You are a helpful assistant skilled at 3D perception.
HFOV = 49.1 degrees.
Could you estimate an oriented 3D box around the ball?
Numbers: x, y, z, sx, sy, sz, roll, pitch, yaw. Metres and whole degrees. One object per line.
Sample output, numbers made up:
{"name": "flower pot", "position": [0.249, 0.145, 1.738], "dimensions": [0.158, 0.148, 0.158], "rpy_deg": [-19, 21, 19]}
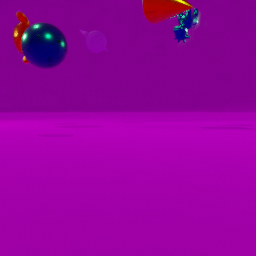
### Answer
{"name": "ball", "position": [-2.580, -2.541, 8.691], "dimensions": [1.390, 1.390, 1.390], "rpy_deg": [0, 3, 0]}

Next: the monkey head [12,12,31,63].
{"name": "monkey head", "position": [-3.645, -3.392, 10.610], "dimensions": [1.316, 1.829, 1.102], "rpy_deg": [-3, 11, 7]}

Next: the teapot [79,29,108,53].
{"name": "teapot", "position": [-1.365, -3.535, 11.354], "dimensions": [1.390, 0.864, 0.680], "rpy_deg": [32, 9, -28]}

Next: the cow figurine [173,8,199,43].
{"name": "cow figurine", "position": [2.016, -3.541, 9.691], "dimensions": [0.636, 1.140, 1.159], "rpy_deg": [11, 21, 42]}

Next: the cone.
{"name": "cone", "position": [1.309, -3.474, 7.842], "dimensions": [1.282, 1.282, 1.287], "rpy_deg": [-3, 27, -45]}
